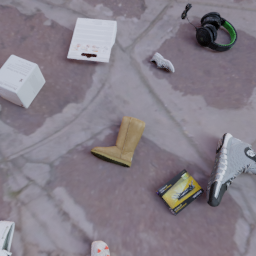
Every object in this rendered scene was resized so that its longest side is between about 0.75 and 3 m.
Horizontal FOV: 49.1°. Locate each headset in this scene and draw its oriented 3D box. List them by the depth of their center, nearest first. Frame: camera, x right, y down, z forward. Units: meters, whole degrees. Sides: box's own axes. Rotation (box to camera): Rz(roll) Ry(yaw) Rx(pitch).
[{"bbox_3d":[3.677,-4.571,12.545,2.758,1.296,1.703,24,65,-1],"label":"headset"}]

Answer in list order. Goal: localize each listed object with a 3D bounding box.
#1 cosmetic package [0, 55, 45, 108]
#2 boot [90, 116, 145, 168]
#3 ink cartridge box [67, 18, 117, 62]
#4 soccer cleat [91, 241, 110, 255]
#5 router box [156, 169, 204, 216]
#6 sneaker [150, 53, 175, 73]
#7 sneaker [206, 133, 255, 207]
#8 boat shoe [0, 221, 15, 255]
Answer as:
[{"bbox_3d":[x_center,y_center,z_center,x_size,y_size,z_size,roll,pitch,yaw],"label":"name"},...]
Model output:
[{"bbox_3d":[-4.358,-1.850,11.265,1.240,1.232,1.482,22,67,10],"label":"cosmetic package"},{"bbox_3d":[-0.356,0.399,10.540,1.642,0.620,1.875,21,66,-7],"label":"boot"},{"bbox_3d":[-1.573,-3.881,12.675,1.873,0.583,2.328,7,69,3],"label":"ink cartridge box"},{"bbox_3d":[-0.785,4.426,8.651,0.640,0.717,1.848,-3,81,-29],"label":"soccer cleat"},{"bbox_3d":[1.817,2.234,9.791,1.314,0.343,1.033,-35,69,-16],"label":"router box"},{"bbox_3d":[1.505,-2.738,12.202,0.512,0.466,1.248,-44,63,-5],"label":"sneaker"},{"bbox_3d":[3.807,1.578,9.750,1.623,1.055,2.811,20,65,7],"label":"sneaker"},{"bbox_3d":[-4.013,3.968,8.706,0.725,0.798,2.171,-4,64,-1],"label":"boat shoe"}]
